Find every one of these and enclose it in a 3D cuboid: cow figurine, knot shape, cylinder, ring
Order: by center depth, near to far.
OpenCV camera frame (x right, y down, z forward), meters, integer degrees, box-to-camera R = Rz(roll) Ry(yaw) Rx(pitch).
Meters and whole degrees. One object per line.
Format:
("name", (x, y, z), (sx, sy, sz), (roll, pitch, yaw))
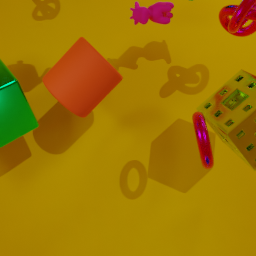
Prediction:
("ring", (1.415, 0.230, 5.293), (0.221, 1.107, 1.107), (-12, 84, 13))
("cylinder", (-0.979, -1.094, 6.154), (1.261, 1.261, 1.261), (-45, 86, 7))
("knot shape", (2.829, -2.510, 6.170), (1.419, 1.516, 0.701), (-8, 95, 7))
("cow figurine", (0.593, -2.864, 6.948), (0.988, 1.004, 0.551), (10, 126, 12))

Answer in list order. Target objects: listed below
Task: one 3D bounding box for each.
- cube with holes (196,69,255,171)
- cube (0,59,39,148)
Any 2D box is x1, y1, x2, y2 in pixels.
("cube with holes", (2.583, -0.191, 6.028), (1.303, 1.303, 1.303), (-42, 120, 8))
("cube", (-3.015, -0.522, 5.999), (1.393, 1.393, 1.393), (-32, 54, -21))
